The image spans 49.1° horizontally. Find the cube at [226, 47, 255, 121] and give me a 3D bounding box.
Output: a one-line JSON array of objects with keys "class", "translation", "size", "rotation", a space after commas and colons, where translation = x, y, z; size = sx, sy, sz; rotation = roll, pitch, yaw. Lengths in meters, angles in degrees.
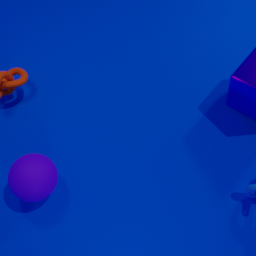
[{"class": "cube", "translation": [3.596, -1.115, 7.494], "size": [1.301, 1.301, 1.301], "rotation": [35, 72, 28]}]

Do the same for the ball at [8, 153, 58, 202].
[{"class": "ball", "translation": [-2.260, 1.180, 6.700], "size": [1.138, 1.138, 1.138], "rotation": [0, 69, 0]}]

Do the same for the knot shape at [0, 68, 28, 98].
[{"class": "knot shape", "translation": [-3.403, -1.173, 7.649], "size": [0.557, 1.127, 1.205], "rotation": [57, 39, -15]}]

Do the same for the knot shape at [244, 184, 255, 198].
[{"class": "knot shape", "translation": [3.502, 1.447, 6.856], "size": [1.016, 1.085, 0.501], "rotation": [-21, 93, -34]}]
